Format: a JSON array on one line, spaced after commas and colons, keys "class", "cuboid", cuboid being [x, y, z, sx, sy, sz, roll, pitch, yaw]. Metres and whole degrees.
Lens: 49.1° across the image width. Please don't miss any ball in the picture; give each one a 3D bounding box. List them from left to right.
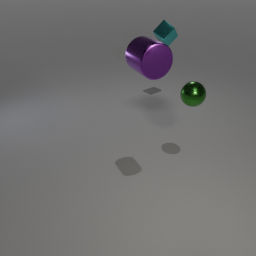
[{"class": "ball", "cuboid": [1.797, -0.934, 7.726, 0.700, 0.700, 0.700, 0, 28, 0]}]

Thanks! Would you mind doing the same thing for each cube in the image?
[{"class": "cube", "cuboid": [1.644, -4.115, 12.229, 0.700, 0.700, 0.700, 47, 8, 24]}]

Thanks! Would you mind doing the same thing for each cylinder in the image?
[{"class": "cylinder", "cuboid": [0.401, -1.371, 5.458, 0.700, 0.700, 0.700, -12, 31, -22]}]
